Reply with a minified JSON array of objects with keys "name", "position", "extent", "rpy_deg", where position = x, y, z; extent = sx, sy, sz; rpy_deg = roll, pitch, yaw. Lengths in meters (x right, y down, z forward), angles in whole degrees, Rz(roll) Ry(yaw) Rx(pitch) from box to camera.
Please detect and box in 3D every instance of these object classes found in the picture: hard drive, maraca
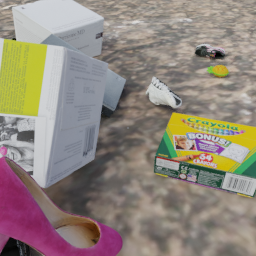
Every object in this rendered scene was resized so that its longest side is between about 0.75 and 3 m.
[{"name":"hard drive","position":[-1.580,-1.738,9.010],"extent":[2.973,0.489,2.074],"rpy_deg":[30,36,-11]},{"name":"maraca","position":[3.510,-2.236,10.946],"extent":[0.837,0.448,0.574],"rpy_deg":[13,43,15]}]

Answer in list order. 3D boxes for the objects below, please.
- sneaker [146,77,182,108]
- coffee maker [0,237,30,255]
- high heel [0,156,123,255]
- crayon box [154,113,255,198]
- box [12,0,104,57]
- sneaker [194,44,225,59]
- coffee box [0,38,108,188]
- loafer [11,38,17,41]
[{"name":"sneaker","position":[1.099,-0.985,8.880],"extent":[0.660,0.712,1.757],"rpy_deg":[32,14,-31]},{"name":"coffee maker","position":[-2.800,1.572,4.330],"extent":[2.237,2.148,1.506],"rpy_deg":[-12,22,-19]},{"name":"high heel","position":[-0.921,1.316,4.238],"extent":[2.859,1.372,0.963],"rpy_deg":[25,12,-35]},{"name":"crayon box","position":[1.993,0.536,6.961],"extent":[2.284,0.666,1.970],"rpy_deg":[12,38,15]},{"name":"box","position":[-2.929,-4.105,11.985],"extent":[2.711,1.772,2.697],"rpy_deg":[37,49,24]},{"name":"sneaker","position":[3.651,-3.343,12.392],"extent":[1.363,0.548,0.589],"rpy_deg":[3,38,6]},{"name":"coffee box","position":[-2.096,-0.481,6.120],"extent":[2.455,2.482,2.478],"rpy_deg":[11,8,12]},{"name":"loafer","position":[-4.922,-3.629,12.684],"extent":[0.686,0.636,1.825],"rpy_deg":[-27,44,-32]}]
